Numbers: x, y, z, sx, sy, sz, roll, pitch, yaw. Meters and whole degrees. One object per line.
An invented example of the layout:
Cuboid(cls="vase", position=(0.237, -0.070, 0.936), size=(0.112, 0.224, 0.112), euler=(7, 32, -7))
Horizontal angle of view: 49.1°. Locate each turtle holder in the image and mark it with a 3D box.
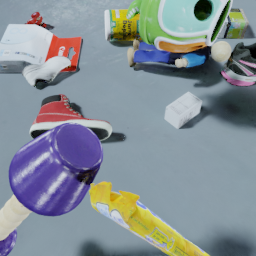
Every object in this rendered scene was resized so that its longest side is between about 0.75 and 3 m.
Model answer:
Cuboid(cls="turtle holder", position=(1.213, -2.555, 5.515), size=(1.597, 1.709, 2.249), euler=(30, 82, 20))

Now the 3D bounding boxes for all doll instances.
Cuboid(cls="doll", position=(1.579, -2.389, 8.577), size=(2.998, 0.726, 2.045), euler=(5, 44, 22))

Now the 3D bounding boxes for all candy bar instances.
Cuboid(cls="candy bar", position=(0.377, 0.998, 2.459), size=(0.500, 2.004, 0.222), euler=(9, 61, 46))

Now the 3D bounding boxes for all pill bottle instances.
Cuboid(cls="pill bottle", position=(0.135, -3.608, 9.826), size=(1.860, 1.049, 1.049), euler=(-3, 50, -6))

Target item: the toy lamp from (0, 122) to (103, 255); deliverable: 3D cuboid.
Cuboid(cls="toy lamp", position=(-1.203, 0.881, 3.258), size=(0.826, 2.839, 0.826), euler=(22, 47, -26))

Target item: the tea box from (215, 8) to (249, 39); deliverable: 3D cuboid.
Cuboid(cls="tea box", position=(3.733, -3.837, 10.255), size=(0.985, 0.669, 1.002), euler=(2, 50, 1))

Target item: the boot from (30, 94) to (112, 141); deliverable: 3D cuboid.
Cuboid(cls="boot", position=(-1.387, -0.362, 7.344), size=(2.054, 0.744, 1.482), euler=(1, 49, 5))

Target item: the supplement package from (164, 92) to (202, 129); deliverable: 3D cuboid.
Cuboid(cls="supplement package", position=(1.484, -0.486, 7.566), size=(0.904, 0.495, 0.514), euler=(-33, 58, -25))

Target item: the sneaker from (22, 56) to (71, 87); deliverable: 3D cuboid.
Cuboid(cls="sneaker", position=(-2.432, -1.724, 8.646), size=(1.521, 0.567, 0.662), euler=(-28, 81, -18))

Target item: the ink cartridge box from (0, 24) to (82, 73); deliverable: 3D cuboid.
Cuboid(cls="ink cartridge box", position=(-2.933, -2.690, 9.352), size=(2.528, 0.598, 2.024), euler=(-1, 50, 1))

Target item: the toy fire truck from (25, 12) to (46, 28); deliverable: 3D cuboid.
Cuboid(cls="toy fire truck", position=(-3.579, -3.805, 10.369), size=(0.842, 0.562, 1.003), euler=(-8, 47, 18))

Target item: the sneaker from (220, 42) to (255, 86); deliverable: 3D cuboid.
Cuboid(cls="sneaker", position=(4.392, -2.054, 8.368), size=(2.983, 1.288, 1.198), euler=(-10, 52, -9))
